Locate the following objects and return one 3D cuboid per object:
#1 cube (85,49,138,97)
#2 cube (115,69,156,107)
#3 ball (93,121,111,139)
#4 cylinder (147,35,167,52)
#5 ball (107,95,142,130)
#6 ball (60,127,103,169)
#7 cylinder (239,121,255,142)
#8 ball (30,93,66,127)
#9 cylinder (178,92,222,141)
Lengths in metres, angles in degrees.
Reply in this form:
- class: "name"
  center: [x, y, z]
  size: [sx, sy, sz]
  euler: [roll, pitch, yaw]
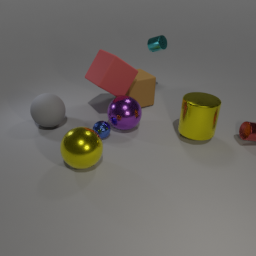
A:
- class: "cube"
  center: [-0.715, -2.281, 11.907]
  size: [1.400, 1.400, 1.400]
  euler: [25, 8, -41]
- class: "cube"
  center: [0.326, -1.857, 13.212]
  size: [1.400, 1.400, 1.400]
  euler: [-15, 33, -26]
- class: "ball"
  center: [-1.025, 0.060, 10.873]
  size: [0.700, 0.700, 0.700]
  euler: [0, 32, 0]
- class: "cylinder"
  center: [1.411, -4.033, 13.436]
  size: [0.700, 0.700, 0.700]
  euler: [1, 25, 44]
- class: "ball"
  center: [-0.139, -0.607, 11.300]
  size: [1.400, 1.400, 1.400]
  euler: [0, 32, 0]
- class: "ball"
  center: [-1.524, 0.650, 9.254]
  size: [1.400, 1.400, 1.400]
  euler: [0, 32, 0]
- class: "cylinder"
  center: [4.623, 0.138, 10.375]
  size: [0.700, 0.700, 0.700]
  euler: [7, 30, -14]
- class: "ball"
  center: [-3.280, -0.727, 11.509]
  size: [1.400, 1.400, 1.400]
  euler: [0, 32, 0]
- class: "cylinder"
  center: [2.681, -0.464, 10.577]
  size: [1.400, 1.400, 1.400]
  euler: [2, 29, -1]
